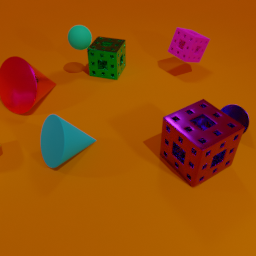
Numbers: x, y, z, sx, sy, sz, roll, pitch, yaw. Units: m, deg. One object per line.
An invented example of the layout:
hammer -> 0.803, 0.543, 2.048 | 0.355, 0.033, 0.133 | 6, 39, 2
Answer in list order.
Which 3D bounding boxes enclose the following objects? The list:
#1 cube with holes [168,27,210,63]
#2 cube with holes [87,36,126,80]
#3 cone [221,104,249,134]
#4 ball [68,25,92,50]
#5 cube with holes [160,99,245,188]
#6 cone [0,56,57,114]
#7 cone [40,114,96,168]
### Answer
cube with holes -> 2.039, -2.784, 9.444 | 0.840, 0.840, 0.840 | -10, 41, -42
cube with holes -> -0.713, -2.442, 9.769 | 1.031, 1.031, 1.031 | 11, 42, 12
cone -> 3.038, -0.264, 7.655 | 0.871, 0.868, 0.868 | -14, 39, -45
ball -> -1.547, -2.896, 8.994 | 0.770, 0.770, 0.770 | 0, 41, 0
cube with holes -> 1.626, 0.323, 6.440 | 1.231, 1.231, 1.231 | -24, 47, -23
cone -> -2.806, -1.340, 8.705 | 1.634, 1.634, 1.640 | 23, 20, 24
cone -> -1.310, 0.316, 6.956 | 1.263, 1.258, 1.258 | 1, 33, -41
